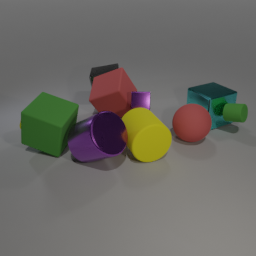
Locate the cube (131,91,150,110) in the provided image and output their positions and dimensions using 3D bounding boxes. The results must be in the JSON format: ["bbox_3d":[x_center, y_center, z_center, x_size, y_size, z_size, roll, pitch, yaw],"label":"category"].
[{"bbox_3d":[0.477,-1.017,10.646,0.700,0.700,0.700,1,5,1],"label":"cube"}]

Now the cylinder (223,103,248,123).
[{"bbox_3d":[4.072,-0.579,10.628,0.700,0.700,0.700,8,26,43],"label":"cylinder"}]

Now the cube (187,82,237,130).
[{"bbox_3d":[3.382,-0.925,11.515,1.400,1.400,1.400,-15,31,-23],"label":"cube"}]

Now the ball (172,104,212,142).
[{"bbox_3d":[2.324,-0.188,10.227,1.400,1.400,1.400,0,29,0],"label":"ball"}]

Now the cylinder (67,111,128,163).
[{"bbox_3d":[-0.959,0.305,8.802,1.400,1.400,1.400,-19,8,47],"label":"cylinder"}]

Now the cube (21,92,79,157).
[{"bbox_3d":[-2.656,-0.140,9.573,1.400,1.400,1.400,20,39,3],"label":"cube"}]

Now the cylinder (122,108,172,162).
[{"bbox_3d":[0.552,0.207,9.476,1.400,1.400,1.400,-10,30,-17],"label":"cylinder"}]

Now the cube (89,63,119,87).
[{"bbox_3d":[-1.027,-2.202,13.724,1.400,1.400,1.400,-9,29,2],"label":"cube"}]

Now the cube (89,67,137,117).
[{"bbox_3d":[-0.569,-1.360,11.537,1.400,1.400,1.400,-15,47,24],"label":"cube"}]

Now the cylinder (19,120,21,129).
[{"bbox_3d":[-3.782,-0.273,10.830,0.700,0.700,0.700,-4,42,-7],"label":"cylinder"}]
